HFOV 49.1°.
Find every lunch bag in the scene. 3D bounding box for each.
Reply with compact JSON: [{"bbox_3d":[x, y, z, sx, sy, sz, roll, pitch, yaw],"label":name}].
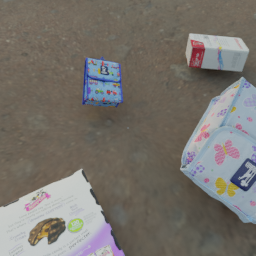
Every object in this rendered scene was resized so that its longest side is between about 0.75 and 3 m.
[{"bbox_3d":[-0.760,-1.411,8.347,1.085,0.678,1.441,3,78,-20],"label":"lunch bag"},{"bbox_3d":[2.676,0.561,6.442,2.224,1.667,2.622,37,66,-2],"label":"lunch bag"}]

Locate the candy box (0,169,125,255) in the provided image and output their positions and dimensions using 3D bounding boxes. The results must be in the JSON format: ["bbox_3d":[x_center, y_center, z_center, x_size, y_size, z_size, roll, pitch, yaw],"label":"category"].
[{"bbox_3d":[-1.361,2.470,5.567,2.224,0.948,2.651,-24,53,-14],"label":"candy box"}]

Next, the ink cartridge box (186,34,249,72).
[{"bbox_3d":[2.981,-2.591,9.583,1.815,0.752,1.323,6,36,2],"label":"ink cartridge box"}]
